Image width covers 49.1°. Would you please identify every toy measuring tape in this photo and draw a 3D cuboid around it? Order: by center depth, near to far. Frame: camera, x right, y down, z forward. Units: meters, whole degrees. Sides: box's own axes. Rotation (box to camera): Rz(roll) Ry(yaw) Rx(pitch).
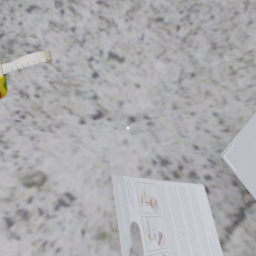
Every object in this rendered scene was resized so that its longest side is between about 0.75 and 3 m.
[{"bbox_3d":[-1.785,-0.717,4.112,1.560,0.574,0.574,-18,78,2],"label":"toy measuring tape"}]

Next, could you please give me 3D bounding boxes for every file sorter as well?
[{"bbox_3d":[3.183,0.714,4.353,1.602,1.785,2.572,-15,57,-29],"label":"file sorter"}]

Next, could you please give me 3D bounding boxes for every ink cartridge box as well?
[{"bbox_3d":[0.545,1.644,3.812,0.653,2.290,1.861,-30,59,38],"label":"ink cartridge box"}]
